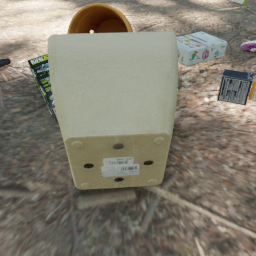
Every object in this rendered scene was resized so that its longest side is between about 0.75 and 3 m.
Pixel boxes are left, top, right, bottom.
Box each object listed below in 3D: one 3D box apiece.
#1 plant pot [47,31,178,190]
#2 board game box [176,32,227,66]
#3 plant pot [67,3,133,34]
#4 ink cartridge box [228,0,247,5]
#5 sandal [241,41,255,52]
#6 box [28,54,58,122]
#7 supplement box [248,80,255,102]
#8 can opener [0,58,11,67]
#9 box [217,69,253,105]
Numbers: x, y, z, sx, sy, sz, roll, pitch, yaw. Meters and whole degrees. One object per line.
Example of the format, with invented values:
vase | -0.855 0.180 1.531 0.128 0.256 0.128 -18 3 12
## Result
plant pot | -0.248 -0.199 5.954 2.675 2.678 2.371 -3 49 -4
board game box | 2.742 -3.280 11.478 2.043 0.657 1.507 -19 40 -25
plant pot | -0.785 -3.191 10.230 2.380 2.380 1.666 11 21 14
ink cartridge box | 3.157 -4.389 8.495 1.179 0.871 0.447 19 46 6
sandal | 5.557 -3.323 11.722 1.565 0.637 0.385 8 78 10
box | -1.423 -1.713 8.838 2.860 0.679 2.762 -24 47 -15
supplement box | 4.837 -1.041 8.455 1.863 0.685 1.174 29 47 33
can opener | -5.127 -2.284 10.254 0.573 0.710 1.807 19 31 36
box | 3.276 -1.261 8.593 0.872 0.879 0.542 13 40 16
